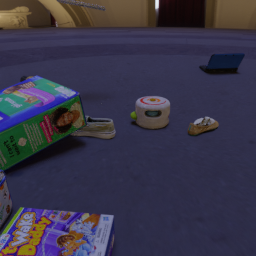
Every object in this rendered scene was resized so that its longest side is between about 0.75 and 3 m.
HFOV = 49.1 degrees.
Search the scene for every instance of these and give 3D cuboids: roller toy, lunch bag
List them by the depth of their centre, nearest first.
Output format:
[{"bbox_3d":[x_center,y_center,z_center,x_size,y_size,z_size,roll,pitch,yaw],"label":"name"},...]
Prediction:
[{"bbox_3d":[-2.460,1.339,4.712,0.489,1.036,1.293,1,23,3],"label":"lunch bag"},{"bbox_3d":[0.814,-0.568,9.160,1.234,0.862,1.126,-21,31,-38],"label":"roller toy"}]

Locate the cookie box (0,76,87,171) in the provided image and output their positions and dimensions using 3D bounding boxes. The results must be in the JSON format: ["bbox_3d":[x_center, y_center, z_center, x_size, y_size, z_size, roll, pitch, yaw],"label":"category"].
[{"bbox_3d":[-3.006,-0.210,7.486,2.888,1.085,2.471,-33,39,-31],"label":"cookie box"}]

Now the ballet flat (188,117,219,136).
[{"bbox_3d":[2.394,-0.125,8.711,1.346,0.424,0.462,-19,30,-36],"label":"ballet flat"}]

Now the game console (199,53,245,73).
[{"bbox_3d":[5.319,-3.831,16.048,1.966,1.163,1.678,-3,25,-8],"label":"game console"}]

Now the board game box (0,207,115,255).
[{"bbox_3d":[-1.159,2.096,3.639,1.617,0.538,2.405,3,24,6],"label":"board game box"}]

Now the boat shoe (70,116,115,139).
[{"bbox_3d":[-1.229,-0.102,8.489,1.800,0.558,0.648,6,25,13],"label":"boat shoe"}]

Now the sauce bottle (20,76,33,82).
[{"bbox_3d":[-4.235,-1.955,12.535,0.648,0.648,2.004,-22,32,-39],"label":"sauce bottle"}]

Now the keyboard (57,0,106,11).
[{"bbox_3d":[-1.755,-4.593,10.390,1.864,0.099,0.525,11,14,-2],"label":"keyboard"}]
